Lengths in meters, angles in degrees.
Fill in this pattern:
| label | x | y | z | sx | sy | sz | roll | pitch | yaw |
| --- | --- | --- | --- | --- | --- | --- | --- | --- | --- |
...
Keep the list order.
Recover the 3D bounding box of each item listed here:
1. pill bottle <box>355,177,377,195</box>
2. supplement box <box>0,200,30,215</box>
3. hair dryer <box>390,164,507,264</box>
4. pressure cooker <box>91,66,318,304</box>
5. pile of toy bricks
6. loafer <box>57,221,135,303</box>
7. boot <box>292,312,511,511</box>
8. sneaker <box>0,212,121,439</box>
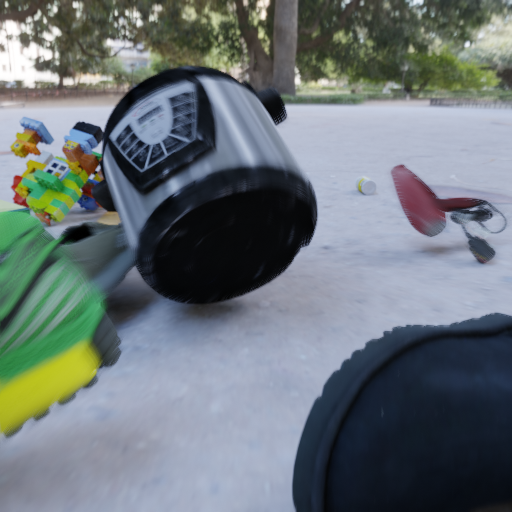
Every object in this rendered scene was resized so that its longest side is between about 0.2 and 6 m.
| label | x | y | z | sx | sy | sz | roll | pitch | yaw |
| --- | --- | --- | --- | --- | --- | --- | --- | --- | --- |
| pill bottle | 2.586 | -1.687 | 13.335 | 0.373 | 0.373 | 0.670 | -3 | 20 | -9 |
| supplement box | -4.266 | -0.361 | 8.708 | 1.133 | 0.762 | 1.134 | 15 | 24 | 39 |
| hair dryer | 3.007 | -0.746 | 9.077 | 2.070 | 0.562 | 1.576 | 38 | 39 | 5 |
| pressure cooker | -0.708 | -0.963 | 6.829 | 2.238 | 2.273 | 2.545 | -2 | 50 | -32 |
| pile of toy bricks | -3.708 | -1.358 | 10.843 | 3.609 | 2.002 | 1.782 | 20 | 64 | 22 |
| loafer | -1.965 | -0.142 | 7.217 | 1.018 | 0.943 | 2.708 | -40 | 11 | 17 |
| boot | 2.085 | 1.201 | 3.299 | 3.050 | 1.165 | 2.563 | -8 | 15 | -42 |
| sneaker | -2.540 | 0.807 | 3.277 | 3.302 | 1.407 | 1.288 | -33 | 20 | -33 |
